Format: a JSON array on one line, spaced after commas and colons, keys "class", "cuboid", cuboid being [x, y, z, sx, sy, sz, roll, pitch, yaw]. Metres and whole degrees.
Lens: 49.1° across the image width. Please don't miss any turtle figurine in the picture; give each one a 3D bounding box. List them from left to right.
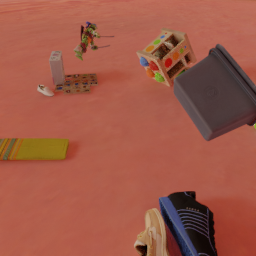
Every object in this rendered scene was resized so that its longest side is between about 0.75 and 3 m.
[{"class": "turtle figurine", "cuboid": [-1.125, -2.712, 9.081, 1.200, 1.237, 0.890, -55, 32, -9]}]

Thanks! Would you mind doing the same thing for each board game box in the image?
[{"class": "board game box", "cuboid": [-3.074, -2.648, 12.253, 0.472, 1.084, 1.470, -6, 31, -6]}]

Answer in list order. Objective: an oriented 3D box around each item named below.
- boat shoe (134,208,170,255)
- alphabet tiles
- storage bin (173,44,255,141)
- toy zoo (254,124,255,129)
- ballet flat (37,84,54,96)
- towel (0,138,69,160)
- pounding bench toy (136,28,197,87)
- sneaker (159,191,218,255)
[{"class": "boat shoe", "cuboid": [0.387, 2.079, 4.940, 0.552, 0.588, 1.594, 3, 31, -6]}, {"class": "alphabet tiles", "cuboid": [-2.218, -1.949, 12.210, 1.820, 0.082, 2.178, -5, 32, -8]}, {"class": "storage bin", "cuboid": [1.372, -0.469, 4.510, 0.905, 0.981, 1.348, -29, 71, -1]}, {"class": "toy zoo", "cuboid": [4.627, 0.332, 8.258, 1.233, 0.192, 1.880, 2, 31, 2]}, {"class": "ballet flat", "cuboid": [-3.349, -1.542, 11.292, 0.963, 0.334, 0.334, 25, 39, 35]}, {"class": "towel", "cuboid": [-2.744, 0.615, 7.841, 2.088, 0.189, 0.899, 0, 36, -2]}, {"class": "pounding bench toy", "cuboid": [1.783, -2.717, 12.288, 1.886, 2.418, 1.502, -44, 42, -7]}, {"class": "sneaker", "cuboid": [1.281, 1.906, 5.059, 0.846, 0.762, 2.172, -14, 32, -9]}]
